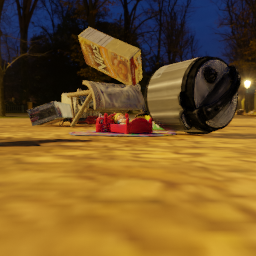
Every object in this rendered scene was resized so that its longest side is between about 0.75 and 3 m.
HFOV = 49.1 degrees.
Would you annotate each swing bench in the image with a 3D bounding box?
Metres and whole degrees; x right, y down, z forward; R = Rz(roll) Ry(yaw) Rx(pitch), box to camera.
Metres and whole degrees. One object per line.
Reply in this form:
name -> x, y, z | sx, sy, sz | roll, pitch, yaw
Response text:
swing bench -> -0.739, -0.830, 9.065 | 1.817, 1.185, 1.827 | 0, -17, -37

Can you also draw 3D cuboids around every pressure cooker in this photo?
pressure cooker -> 1.286, -0.603, 5.359 | 1.455, 1.432, 1.629 | 7, -4, -35

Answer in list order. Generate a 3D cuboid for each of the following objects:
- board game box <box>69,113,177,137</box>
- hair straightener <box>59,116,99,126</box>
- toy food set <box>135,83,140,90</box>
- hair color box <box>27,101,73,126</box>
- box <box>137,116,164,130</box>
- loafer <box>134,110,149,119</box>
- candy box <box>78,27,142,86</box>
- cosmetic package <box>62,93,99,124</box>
board game box -> -0.111, -0.098, 5.859 | 2.240, 0.436, 1.770 | 0, 2, 15
hair straightener -> -1.839, -0.228, 11.461 | 1.932, 0.395, 0.743 | -6, -6, -20
toy food set -> 1.224, -0.924, 12.175 | 2.838, 1.355, 1.277 | 33, -6, -13
hair color box -> -2.977, -0.549, 11.078 | 1.072, 0.656, 2.165 | -18, 1, 4
box -> 1.127, -0.145, 7.497 | 1.011, 0.417, 1.723 | -1, 0, -34
loafer -> 1.201, -0.357, 8.561 | 2.162, 0.777, 0.680 | -9, -5, 34
candy box -> -0.696, -2.873, 11.357 | 2.652, 0.734, 1.531 | 30, -27, 24
cosmetic package -> -2.340, -0.974, 13.530 | 1.209, 1.020, 2.339 | -3, 18, -26
